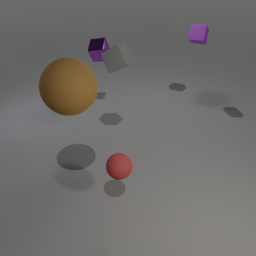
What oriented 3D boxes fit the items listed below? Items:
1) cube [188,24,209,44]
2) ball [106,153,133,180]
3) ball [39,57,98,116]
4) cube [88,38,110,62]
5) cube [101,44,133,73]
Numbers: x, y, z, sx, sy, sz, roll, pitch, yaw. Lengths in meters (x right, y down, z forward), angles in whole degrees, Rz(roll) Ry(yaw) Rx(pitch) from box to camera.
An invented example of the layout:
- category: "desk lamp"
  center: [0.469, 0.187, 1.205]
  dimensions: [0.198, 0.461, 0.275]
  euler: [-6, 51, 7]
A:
- category: "cube"
  center: [3.142, -4.165, 12.445]
  dimensions: [0.700, 0.700, 0.700]
  euler: [13, 9, 23]
- category: "ball"
  center: [-0.230, 1.001, 7.324]
  dimensions: [0.700, 0.700, 0.700]
  euler: [0, 31, 0]
- category: "ball"
  center: [-1.442, -0.999, 6.829]
  dimensions: [1.400, 1.400, 1.400]
  euler: [0, 31, 0]
- category: "cube"
  center: [-1.226, -3.317, 11.919]
  dimensions: [0.700, 0.700, 0.700]
  euler: [-1, 61, 15]
- category: "cube"
  center: [-0.360, -2.322, 9.349]
  dimensions: [0.700, 0.700, 0.700]
  euler: [-20, 9, 25]
